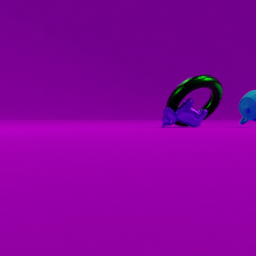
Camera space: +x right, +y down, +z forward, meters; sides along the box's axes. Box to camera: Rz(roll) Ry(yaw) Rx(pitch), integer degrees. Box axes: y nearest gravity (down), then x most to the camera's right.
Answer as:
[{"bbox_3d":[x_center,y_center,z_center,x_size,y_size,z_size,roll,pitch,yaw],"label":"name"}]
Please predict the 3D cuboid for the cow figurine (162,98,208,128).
[{"bbox_3d":[1.530,-0.294,7.835,1.118,1.100,0.614,36,-8,-4],"label":"cow figurine"}]

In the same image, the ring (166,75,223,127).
[{"bbox_3d":[1.978,-0.770,8.337,1.847,1.847,0.369,-1,43,-26],"label":"ring"}]

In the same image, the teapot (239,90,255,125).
[{"bbox_3d":[3.661,-0.650,8.140,0.730,1.491,0.927,-16,51,-26],"label":"teapot"}]
